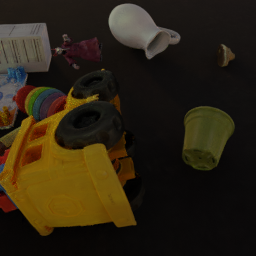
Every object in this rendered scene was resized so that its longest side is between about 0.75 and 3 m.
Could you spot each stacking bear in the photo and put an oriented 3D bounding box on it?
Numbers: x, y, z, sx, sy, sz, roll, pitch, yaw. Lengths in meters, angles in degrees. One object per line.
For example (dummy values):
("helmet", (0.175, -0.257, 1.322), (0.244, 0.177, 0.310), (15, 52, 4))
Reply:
("stacking bear", (-2.163, -0.560, 7.176), (1.883, 1.071, 1.143), (23, 44, 32))

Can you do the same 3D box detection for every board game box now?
("board game box", (-4.596, -0.904, 8.035), (2.914, 0.377, 2.914), (-5, 40, -6))

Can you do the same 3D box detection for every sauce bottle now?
("sauce bottle", (-2.665, 0.473, 6.157), (0.615, 0.615, 1.863), (28, 46, 30))

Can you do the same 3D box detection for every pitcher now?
("pitcher", (0.630, -3.807, 10.883), (2.115, 1.494, 2.465), (-23, 54, -38))

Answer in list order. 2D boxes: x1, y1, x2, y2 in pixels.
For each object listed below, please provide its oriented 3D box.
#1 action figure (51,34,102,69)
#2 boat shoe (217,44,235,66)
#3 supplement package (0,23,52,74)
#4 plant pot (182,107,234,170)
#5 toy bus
("action figure", (-1.702, -2.661, 9.364), (1.661, 1.113, 1.237), (-2, 30, -7))
("boat shoe", (3.563, -2.610, 10.062), (0.569, 0.535, 1.493), (16, 41, 1))
("supplement package", (-3.916, -2.701, 9.527), (2.309, 1.264, 1.313), (-3, 39, -4))
("plant pot", (1.655, 0.298, 6.109), (1.134, 1.134, 1.042), (14, 52, 17))
("toy bus", (-1.268, 0.464, 5.390), (2.839, 2.007, 2.958), (-15, 36, 7))
